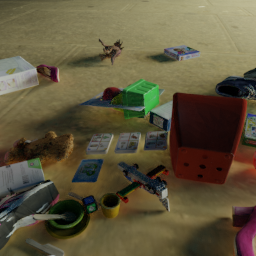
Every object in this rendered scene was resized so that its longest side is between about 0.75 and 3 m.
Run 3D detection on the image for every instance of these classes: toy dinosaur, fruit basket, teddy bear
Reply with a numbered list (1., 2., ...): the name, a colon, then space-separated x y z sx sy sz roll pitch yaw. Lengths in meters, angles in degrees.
1. toy dinosaur: -0.684 -3.783 13.744 1.333 0.844 1.966 -4 38 -18
2. fruit basket: -0.161 -0.944 9.340 2.239 1.050 2.074 0 23 29
3. teddy bear: -2.297 0.611 7.329 1.862 0.622 1.350 -12 27 -5

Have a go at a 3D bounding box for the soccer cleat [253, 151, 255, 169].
1. soccer cleat: 4.192 0.751 6.740 2.266 0.866 0.756 1 33 2

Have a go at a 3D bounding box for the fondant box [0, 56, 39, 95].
1. fondant box: -5.139 -2.008 11.045 2.575 0.750 1.858 -24 40 -31

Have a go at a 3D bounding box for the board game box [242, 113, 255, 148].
1. board game box: 4.465 0.236 8.038 2.123 0.309 1.428 13 36 19

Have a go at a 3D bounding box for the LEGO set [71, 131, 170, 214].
1. LEGO set: -0.105 1.040 6.845 2.195 0.721 2.938 -3 27 10

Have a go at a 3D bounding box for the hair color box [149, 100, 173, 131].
1. hair color box: 1.489 -0.478 8.963 1.558 0.471 0.779 -26 42 -34

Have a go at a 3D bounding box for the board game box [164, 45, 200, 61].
1. board game box: 2.730 -3.837 14.254 1.326 0.273 1.323 -18 37 -25

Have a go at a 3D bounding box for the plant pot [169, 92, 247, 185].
1. plant pot: 1.833 0.356 6.766 1.732 1.730 1.526 7 46 10

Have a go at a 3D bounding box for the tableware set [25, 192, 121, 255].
1. tableware set: -1.051 2.200 4.927 1.968 0.448 2.921 15 36 21

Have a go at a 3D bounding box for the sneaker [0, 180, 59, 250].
1. sneaker: -2.339 1.586 5.562 0.853 0.794 1.976 25 40 34

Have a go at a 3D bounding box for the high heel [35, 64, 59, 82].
1. high heel: -3.336 -2.223 11.504 0.891 0.625 1.854 -6 20 -20

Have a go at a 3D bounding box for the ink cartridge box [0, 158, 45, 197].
1. ink cartridge box: -2.512 1.252 6.298 1.216 0.511 0.885 -13 36 -19

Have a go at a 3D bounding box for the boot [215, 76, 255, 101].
1. boot: 4.383 -1.237 9.730 2.510 0.913 1.134 14 29 37

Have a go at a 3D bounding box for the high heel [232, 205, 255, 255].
1. high heel: 2.352 2.091 4.903 0.961 0.675 2.003 0 19 19

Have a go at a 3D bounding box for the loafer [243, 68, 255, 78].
1. loafer: 5.582 -2.108 11.325 2.892 0.910 1.039 -24 9 -37
